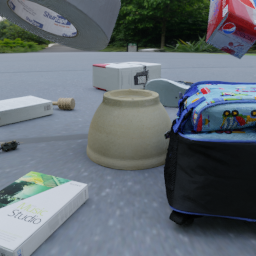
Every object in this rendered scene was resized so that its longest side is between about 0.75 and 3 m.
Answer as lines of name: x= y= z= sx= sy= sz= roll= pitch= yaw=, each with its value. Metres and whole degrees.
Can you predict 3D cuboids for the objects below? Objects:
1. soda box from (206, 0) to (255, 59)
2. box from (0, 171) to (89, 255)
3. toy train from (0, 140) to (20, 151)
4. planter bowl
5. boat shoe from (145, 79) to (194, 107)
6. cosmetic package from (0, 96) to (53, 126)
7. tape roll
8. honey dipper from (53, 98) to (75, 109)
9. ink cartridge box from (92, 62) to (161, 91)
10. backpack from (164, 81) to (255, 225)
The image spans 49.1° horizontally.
soda box: x=2.026 y=-2.309 z=5.284 sx=0.754 sy=0.683 sz=2.154 roll=22 pitch=53 yaw=-7
box: x=-1.423 y=1.130 z=3.891 sx=1.127 sy=0.284 sz=1.562 roll=8 pitch=19 yaw=21
toy train: x=-2.945 y=0.480 z=6.054 sx=1.169 sy=0.199 sz=0.268 roll=-16 pitch=12 yaw=-38
planter bowl: x=0.074 y=-0.115 z=6.047 sx=1.961 sy=1.320 sz=1.961 roll=1 pitch=18 yaw=0
boat shoe: x=2.027 y=-1.281 z=10.365 sx=2.688 sy=0.951 sz=1.220 roll=13 pitch=21 yaw=16
cosmetic package: x=-3.533 y=-0.592 z=8.835 sx=1.388 sy=0.476 sz=1.841 roll=19 pitch=26 yaw=40
tape roll: x=-1.533 y=-2.548 z=5.579 sx=2.705 sy=0.894 sz=2.705 roll=18 pitch=-3 yaw=1
honey dipper: x=-2.924 y=-0.876 z=9.912 sx=2.166 sy=0.411 sz=0.411 roll=2 pitch=18 yaw=16
ink cartridge box: x=-0.017 y=-2.547 z=13.663 sx=2.810 sy=1.171 sz=2.040 roll=-16 pitch=24 yaw=-40
backpack: x=1.818 y=0.170 z=4.415 sx=2.468 sy=1.818 sz=2.703 roll=2 pitch=17 yaw=9
